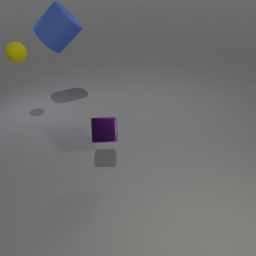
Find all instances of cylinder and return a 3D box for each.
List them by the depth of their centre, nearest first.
[{"bbox_3d":[-2.741,-3.917,10.940,1.400,1.400,1.400,-42,28,14],"label":"cylinder"}]

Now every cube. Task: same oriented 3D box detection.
[{"bbox_3d":[-0.666,0.069,8.143,0.700,0.700,0.700,-3,-3,1],"label":"cube"}]

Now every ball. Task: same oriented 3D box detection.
[{"bbox_3d":[-3.878,-2.622,9.723,0.700,0.700,0.700,0,30,0],"label":"ball"}]
